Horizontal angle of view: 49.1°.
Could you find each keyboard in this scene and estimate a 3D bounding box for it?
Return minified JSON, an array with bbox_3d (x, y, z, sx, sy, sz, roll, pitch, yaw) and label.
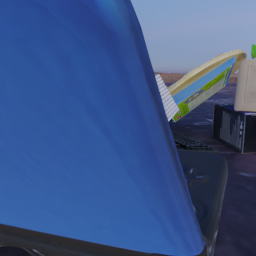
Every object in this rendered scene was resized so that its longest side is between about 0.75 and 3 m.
[{"bbox_3d":[0.508,0.195,5.929,1.689,0.274,2.658,-4,11,-17],"label":"keyboard"}]

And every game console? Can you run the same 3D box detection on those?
[{"bbox_3d":[-0.764,0.030,2.119,2.747,1.625,2.344,1,18,24],"label":"game console"}]

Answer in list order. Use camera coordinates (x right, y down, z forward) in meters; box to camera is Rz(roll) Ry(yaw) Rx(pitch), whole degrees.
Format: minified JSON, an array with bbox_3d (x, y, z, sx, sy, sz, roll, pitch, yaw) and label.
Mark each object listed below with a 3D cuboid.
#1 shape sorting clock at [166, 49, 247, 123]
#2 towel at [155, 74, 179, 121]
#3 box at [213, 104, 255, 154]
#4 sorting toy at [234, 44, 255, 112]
[{"bbox_3d":[1.508,-0.902,6.525,2.685,0.527,2.685,-33,-13,-9],"label":"shape sorting clock"},{"bbox_3d":[0.358,-0.407,4.418,0.396,0.766,0.925,-26,9,33],"label":"towel"},{"bbox_3d":[2.531,-0.040,5.777,1.089,0.768,1.472,-2,12,-6],"label":"box"},{"bbox_3d":[2.604,-0.744,5.117,1.166,2.071,0.282,4,-19,29],"label":"sorting toy"}]
